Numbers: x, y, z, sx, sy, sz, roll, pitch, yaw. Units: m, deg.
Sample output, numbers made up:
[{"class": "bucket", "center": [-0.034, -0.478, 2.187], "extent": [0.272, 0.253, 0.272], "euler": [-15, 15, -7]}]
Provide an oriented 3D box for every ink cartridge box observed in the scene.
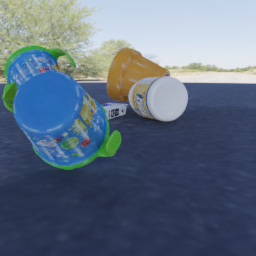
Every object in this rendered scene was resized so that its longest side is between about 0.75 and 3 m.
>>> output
[{"class": "ink cartridge box", "center": [-0.785, -0.624, 10.232], "extent": [1.000, 0.394, 2.011], "euler": [6, 14, 27]}]

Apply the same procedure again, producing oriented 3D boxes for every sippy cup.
[{"class": "sippy cup", "center": [-2.973, -1.510, 9.502], "extent": [1.933, 2.462, 1.804], "euler": [-2, 44, -44]}, {"class": "sippy cup", "center": [-1.031, -0.158, 4.277], "extent": [1.761, 1.383, 1.290], "euler": [-9, -20, 2]}]

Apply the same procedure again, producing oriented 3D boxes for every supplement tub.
[{"class": "supplement tub", "center": [0.927, -1.003, 9.405], "extent": [1.398, 1.398, 1.933], "euler": [-5, 9, -22]}]

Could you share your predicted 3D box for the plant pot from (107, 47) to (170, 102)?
[{"class": "plant pot", "center": [0.567, -2.041, 11.959], "extent": [2.112, 2.307, 2.307], "euler": [21, 18, 19]}]
